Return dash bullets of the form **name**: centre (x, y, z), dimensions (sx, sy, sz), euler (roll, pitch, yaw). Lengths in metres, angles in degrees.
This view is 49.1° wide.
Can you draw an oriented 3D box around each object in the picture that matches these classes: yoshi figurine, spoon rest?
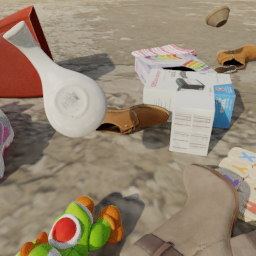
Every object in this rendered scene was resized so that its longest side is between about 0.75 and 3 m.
- **yoshi figurine**: centre (-0.975, 2.008, 4.093), dimensions (1.251, 1.255, 2.233), euler (52, 30, 5)
- **spoon rest**: centre (-1.184, -0.781, 4.696), dimensions (1.036, 2.085, 0.632), euler (-38, -2, -2)

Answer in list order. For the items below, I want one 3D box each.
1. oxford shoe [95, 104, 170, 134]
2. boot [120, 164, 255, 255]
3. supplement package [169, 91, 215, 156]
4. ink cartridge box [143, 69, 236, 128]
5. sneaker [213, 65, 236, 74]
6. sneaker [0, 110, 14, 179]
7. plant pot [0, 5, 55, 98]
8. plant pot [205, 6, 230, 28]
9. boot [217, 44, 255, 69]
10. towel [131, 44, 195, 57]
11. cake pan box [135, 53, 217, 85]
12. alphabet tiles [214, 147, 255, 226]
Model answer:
- **oxford shoe**: centre (0.095, -0.153, 7.826), dimensions (2.171, 0.774, 0.774), euler (-5, 46, 8)
- **boot**: centre (0.896, 1.705, 4.458), dimensions (2.107, 1.012, 2.882), euler (-19, 26, -13)
- **supplement package**: centre (1.619, -0.136, 7.114), dimensions (0.962, 1.277, 0.969), euler (7, 32, 12)
- **ink cartridge box**: centre (1.835, -0.998, 8.735), dimensions (2.562, 1.073, 1.859), euler (6, 32, 10)
- **sneaker**: centre (4.121, -2.442, 12.003), dimensions (0.928, 0.338, 0.393), euler (-3, -5, 11)
- **sneaker**: centre (-3.511, 0.061, 6.751), dimensions (1.208, 1.310, 2.969), euler (-10, 32, -17)
- **plant pot**: centre (-4.124, -2.569, 10.113), dimensions (2.391, 2.711, 2.713), euler (-17, 33, -5)
- **plant pot**: centre (3.257, -3.894, 10.017), dimensions (0.892, 0.892, 0.412), euler (-15, 76, -23)
- **boot**: centre (5.119, -3.206, 12.684), dimensions (2.085, 0.799, 1.618), euler (3, 30, 7)
- **towel**: centre (1.742, -3.718, 13.949), dimensions (2.657, 0.397, 1.944), euler (-18, 35, -27)
- **cake pan box**: centre (1.783, -2.220, 11.157), dimensions (2.583, 0.733, 2.804), euler (-7, 32, -7)
- **alphabet tiles**: centre (3.275, 1.207, 5.932), dimensions (2.719, 0.203, 2.780), euler (23, 38, 33)
